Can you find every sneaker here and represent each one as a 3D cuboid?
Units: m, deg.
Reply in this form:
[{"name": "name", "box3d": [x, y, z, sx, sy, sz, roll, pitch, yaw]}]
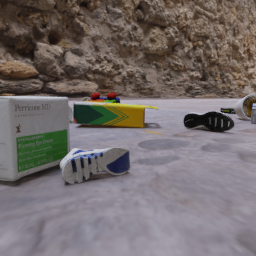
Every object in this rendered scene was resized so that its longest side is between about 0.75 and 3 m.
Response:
[{"name": "sneaker", "box3d": [2.376, -0.207, 8.114, 0.620, 0.578, 1.564, 0, 6, -38]}, {"name": "sneaker", "box3d": [-0.495, 0.423, 3.782, 0.989, 0.400, 0.571, -7, 13, -31]}]

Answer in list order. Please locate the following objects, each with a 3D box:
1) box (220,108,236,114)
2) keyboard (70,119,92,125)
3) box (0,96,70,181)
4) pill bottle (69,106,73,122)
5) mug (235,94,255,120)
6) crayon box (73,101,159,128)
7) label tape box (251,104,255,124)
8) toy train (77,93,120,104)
[{"name": "box", "box3d": [5.568, -0.898, 14.434, 1.190, 0.283, 1.149, -1, 5, -9]}, {"name": "keyboard", "box3d": [-1.791, -0.247, 10.130, 1.967, 0.105, 0.553, 7, 10, 43]}, {"name": "box", "box3d": [-1.631, 0.065, 3.979, 1.196, 1.024, 1.190, 1, 6, 24]}, {"name": "pill bottle", "box3d": [-2.667, -0.541, 10.120, 1.329, 0.693, 0.693, 6, 10, 37]}, {"name": "mug", "box3d": [4.937, -0.729, 11.260, 1.286, 1.030, 1.055, 33, -2, -2]}, {"name": "crayon box", "box3d": [-0.328, -0.472, 9.298, 2.633, 0.669, 1.671, 4, 7, 4]}, {"name": "label tape box", "box3d": [5.361, -0.489, 9.801, 1.886, 0.623, 1.351, 2, 11, 25]}, {"name": "toy train", "box3d": [-1.671, -0.902, 12.299, 2.453, 1.038, 1.419, 4, 22, 29]}]
